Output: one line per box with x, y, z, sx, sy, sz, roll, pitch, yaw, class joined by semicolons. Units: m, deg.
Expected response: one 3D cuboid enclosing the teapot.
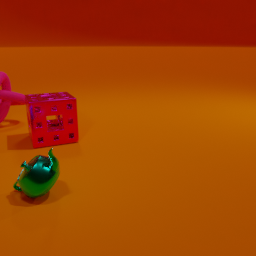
-1.618;0.801;5.026;1.286;0.630;0.800;-37;24;23;teapot

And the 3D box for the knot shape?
-3.998;-0.876;8.902;0.853;1.847;1.728;48;23;17;knot shape

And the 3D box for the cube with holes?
-2.137;-0.285;7.812;1.206;1.206;1.206;-8;18;-22;cube with holes
